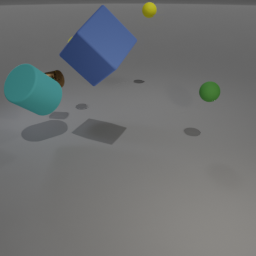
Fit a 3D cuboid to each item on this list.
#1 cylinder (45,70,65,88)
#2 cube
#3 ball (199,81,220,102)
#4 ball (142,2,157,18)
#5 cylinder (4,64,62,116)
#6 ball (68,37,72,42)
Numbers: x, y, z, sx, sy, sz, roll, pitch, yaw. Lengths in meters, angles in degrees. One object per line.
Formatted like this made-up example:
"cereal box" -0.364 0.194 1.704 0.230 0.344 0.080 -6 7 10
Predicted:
"cylinder" -2.996 -1.889 11.087 0.700 0.700 0.700 -7 24 22
"cube" -0.874 -2.359 8.216 1.400 1.400 1.400 -23 31 54
"ball" 2.786 -1.237 9.554 0.700 0.700 0.700 0 27 0
"ball" 1.026 -5.669 13.483 0.700 0.700 0.700 0 27 0
"cylinder" -3.257 -1.290 9.714 1.400 1.400 1.400 16 -9 27
"ball" -1.986 -3.211 10.856 0.700 0.700 0.700 0 27 0
